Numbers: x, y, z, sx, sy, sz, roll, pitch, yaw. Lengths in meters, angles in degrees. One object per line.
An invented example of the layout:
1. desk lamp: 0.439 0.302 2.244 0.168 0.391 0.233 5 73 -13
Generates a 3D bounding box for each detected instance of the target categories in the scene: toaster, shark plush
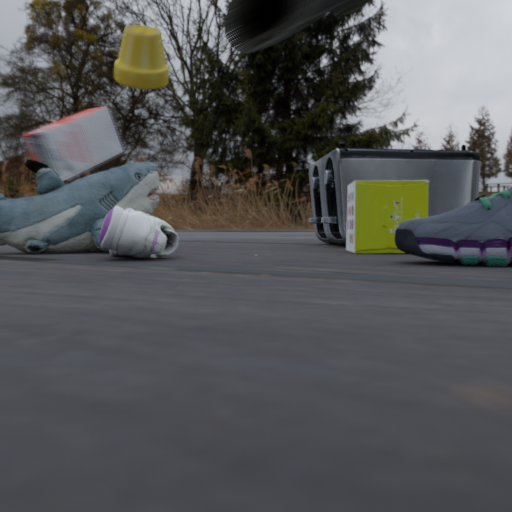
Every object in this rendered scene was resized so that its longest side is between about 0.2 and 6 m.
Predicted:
1. toaster: 2.933 -1.223 12.076 3.416 2.027 3.089 0 3 -6
2. shark plush: -3.457 -0.830 9.176 3.735 1.556 1.697 -1 3 -14

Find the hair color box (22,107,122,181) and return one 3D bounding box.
1. hair color box: -3.314 -2.054 10.281 0.537 0.932 1.681 -2 26 30

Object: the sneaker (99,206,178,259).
1. sneaker: -1.584 -0.218 7.835 0.981 0.738 1.970 18 2 -7

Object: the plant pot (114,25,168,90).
1. plant pot: -2.330 -4.095 11.477 1.108 1.043 1.108 8 33 -5

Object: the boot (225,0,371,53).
1. boot: 0.959 -3.100 5.738 2.202 0.879 2.421 -40 -5 42

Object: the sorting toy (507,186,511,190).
1. sorting toy: 4.026 -0.613 7.431 2.420 0.324 1.803 5 -33 -23

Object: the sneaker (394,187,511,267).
1. sneaker: 3.205 -0.583 6.322 3.176 1.390 1.182 1 3 14

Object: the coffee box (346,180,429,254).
1. coffee box: 2.115 -0.629 9.169 1.158 1.157 1.146 0 3 3
